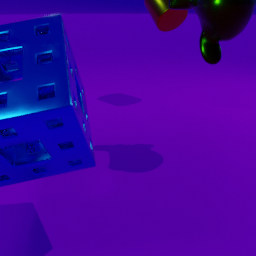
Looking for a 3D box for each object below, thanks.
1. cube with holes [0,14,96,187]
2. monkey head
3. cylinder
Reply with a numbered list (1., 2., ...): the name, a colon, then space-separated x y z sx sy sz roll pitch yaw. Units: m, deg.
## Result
1. cube with holes: -1.121 -0.240 3.043 1.212 1.212 1.212 -12 58 -3
2. monkey head: 1.436 -2.186 4.842 1.408 1.957 1.179 9 28 0
3. cylinder: 1.134 -3.617 8.415 1.007 1.007 1.007 -13 66 -26
